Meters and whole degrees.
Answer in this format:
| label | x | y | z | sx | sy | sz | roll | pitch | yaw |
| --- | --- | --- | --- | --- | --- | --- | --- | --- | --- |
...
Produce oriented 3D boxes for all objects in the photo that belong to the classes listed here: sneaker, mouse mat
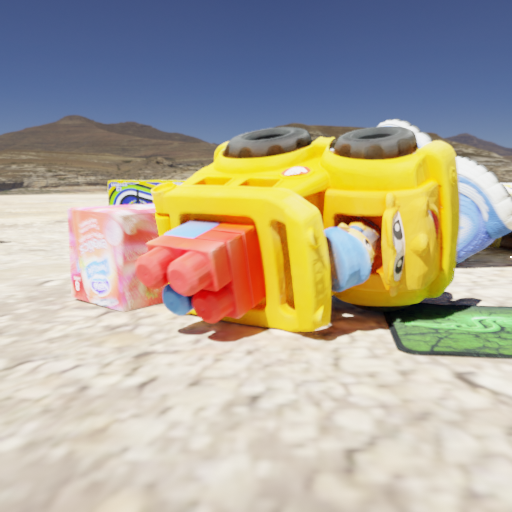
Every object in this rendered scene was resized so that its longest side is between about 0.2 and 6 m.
| label | x | y | z | sx | sy | sz | roll | pitch | yaw |
| --- | --- | --- | --- | --- | --- | --- | --- | --- | --- |
| sneaker | 2.476 | -1.031 | 9.106 | 1.436 | 1.630 | 3.657 | 43 | 8 | -30 |
| mouse mat | 2.157 | 0.607 | 4.715 | 2.070 | 0.078 | 1.665 | 2 | 8 | 7 |

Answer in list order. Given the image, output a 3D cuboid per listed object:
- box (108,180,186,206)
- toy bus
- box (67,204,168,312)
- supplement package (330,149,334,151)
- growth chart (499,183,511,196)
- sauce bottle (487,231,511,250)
| label | x | y | z | sx | sy | sz | roll | pitch | yaw |
| --- | --- | --- | --- | --- | --- | --- | --- | --- | --- |
| box | -1.407 | -1.158 | 13.159 | 3.892 | 1.251 | 1.363 | -1 | 7 | -6 |
| toy bus | 0.264 | -0.108 | 4.855 | 2.483 | 1.685 | 2.384 | 6 | 24 | 31 |
| box | -1.005 | -0.077 | 6.257 | 0.916 | 0.993 | 1.936 | 8 | 13 | 38 |
| supplement package | 1.546 | -1.421 | 12.650 | 1.044 | 1.906 | 1.084 | 6 | 10 | 38 |
| growth chart | 5.063 | -0.947 | 10.188 | 3.791 | 0.336 | 2.744 | -6 | 30 | -32 |
| sauce bottle | 4.389 | -0.483 | 10.061 | 2.184 | 0.721 | 0.721 | 11 | 11 | 20 |
